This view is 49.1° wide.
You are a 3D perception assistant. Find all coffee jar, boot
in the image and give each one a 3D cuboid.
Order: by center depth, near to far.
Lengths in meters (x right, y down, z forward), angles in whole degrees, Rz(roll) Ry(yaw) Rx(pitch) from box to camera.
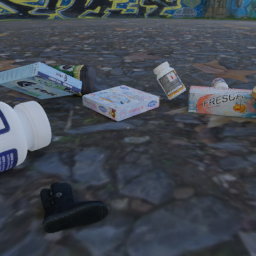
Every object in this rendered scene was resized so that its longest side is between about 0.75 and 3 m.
[{"bbox_3d":[-1.065,1.393,5.366,1.206,0.461,1.014,-13,32,-12],"label":"boot"},{"bbox_3d":[-2.645,-1.955,11.447,2.656,1.133,1.385,1,27,3],"label":"coffee jar"}]

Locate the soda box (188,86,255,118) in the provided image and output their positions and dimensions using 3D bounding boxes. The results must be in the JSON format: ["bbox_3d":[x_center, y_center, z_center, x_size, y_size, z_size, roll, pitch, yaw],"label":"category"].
[{"bbox_3d":[3.343,-0.924,9.768,2.441,0.776,0.835,6,26,12],"label":"soda box"}]

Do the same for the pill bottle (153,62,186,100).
[{"bbox_3d":[1.515,-1.745,10.319,0.739,1.270,0.739,-32,2,1],"label":"pill bottle"}]

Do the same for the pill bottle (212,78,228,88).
[{"bbox_3d":[3.797,-1.650,11.498,0.564,0.564,0.943,2,27,4],"label":"pill bottle"}]

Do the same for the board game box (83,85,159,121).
[{"bbox_3d":[-0.266,-0.981,10.274,2.018,0.416,2.023,-21,33,-37],"label":"board game box"}]

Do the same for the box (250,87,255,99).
[{"bbox_3d":[5.359,-0.759,8.985,2.595,0.276,2.121,36,37,18],"label":"box"}]

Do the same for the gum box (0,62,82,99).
[{"bbox_3d":[-2.954,-1.525,9.456,2.112,0.471,1.795,-2,-13,36],"label":"gum box"}]

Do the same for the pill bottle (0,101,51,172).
[{"bbox_3d":[-3.237,0.285,6.350,2.681,1.604,1.604,-21,33,-39],"label":"pill bottle"}]
